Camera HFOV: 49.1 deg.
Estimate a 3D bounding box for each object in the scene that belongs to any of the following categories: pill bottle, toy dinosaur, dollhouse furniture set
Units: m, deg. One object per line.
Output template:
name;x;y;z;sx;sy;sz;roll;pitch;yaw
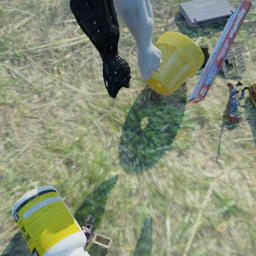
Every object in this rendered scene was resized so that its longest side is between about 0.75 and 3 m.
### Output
pill bottle;-2.012;2.932;7.639;1.384;1.384;2.488;-33;63;-18
toy dinosaur;4.086;-0.965;10.587;0.841;1.602;1.454;33;91;-13
dollhouse furniture set;-0.868;2.967;8.043;0.916;0.650;0.726;18;61;10

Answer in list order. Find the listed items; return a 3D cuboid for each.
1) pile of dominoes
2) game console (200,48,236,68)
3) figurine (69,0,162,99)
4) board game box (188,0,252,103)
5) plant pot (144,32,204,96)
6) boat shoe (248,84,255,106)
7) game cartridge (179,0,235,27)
pile of dominoes;4.325;-2.698;11.613;0.957;0.195;1.227;-10;79;-1
game console;3.669;-3.005;11.892;1.739;0.210;1.026;0;59;0
figurine;-0.046;-2.613;8.354;1.246;2.823;2.894;-3;21;41
board game box;2.595;-2.076;8.135;0.277;1.466;2.847;26;94;4
plant pot;1.586;-2.290;10.616;1.934;1.934;1.819;31;80;17
boat shoe;5.354;-0.864;10.278;0.810;0.760;2.249;-21;61;-12
game cartridge;3.760;-5.583;13.346;2.331;0.447;1.511;-15;56;-9
